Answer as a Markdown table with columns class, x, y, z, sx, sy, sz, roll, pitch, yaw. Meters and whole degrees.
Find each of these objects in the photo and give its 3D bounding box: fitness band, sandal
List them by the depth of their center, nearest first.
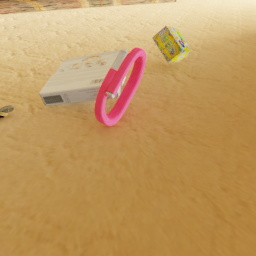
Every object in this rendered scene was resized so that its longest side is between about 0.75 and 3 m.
| class | x | y | z | sx | sy | sz | roll | pitch | yaw |
| --- | --- | --- | --- | --- | --- | --- | --- | --- | --- |
| fitness band | -0.155 | -1.162 | 7.829 | 0.443 | 1.701 | 2.369 | 25 | 78 | 16 |
| sandal | -3.791 | -0.402 | 8.339 | 0.858 | 0.345 | 0.232 | -28 | 74 | -23 |

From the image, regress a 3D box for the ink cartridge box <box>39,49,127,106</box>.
| class | x | y | z | sx | sy | sz | roll | pitch | yaw |
| --- | --- | --- | --- | --- | --- | --- | --- | --- | --- |
| ink cartridge box | -1.349 | -1.705 | 9.333 | 2.576 | 0.561 | 2.236 | -4 | 39 | 17 |

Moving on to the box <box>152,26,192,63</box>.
| class | x | y | z | sx | sy | sz | roll | pitch | yaw |
| --- | --- | --- | --- | --- | --- | --- | --- | --- | --- |
| box | 1.791 | -3.357 | 11.334 | 1.194 | 0.756 | 1.240 | 58 | 32 | 5 |
